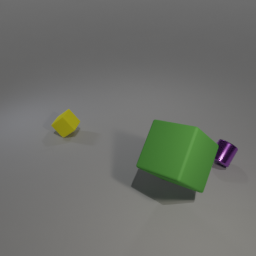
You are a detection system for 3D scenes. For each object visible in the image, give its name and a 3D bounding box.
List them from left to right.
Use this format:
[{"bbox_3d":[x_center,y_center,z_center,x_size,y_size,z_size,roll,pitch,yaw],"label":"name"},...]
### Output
[{"bbox_3d":[-2.445,-0.183,11.055,0.700,0.700,0.700,-31,21,27],"label":"cube"},{"bbox_3d":[1.344,0.746,7.531,1.400,1.400,1.400,13,-13,43],"label":"cube"},{"bbox_3d":[3.178,0.841,9.335,0.700,0.700,0.700,28,84,39],"label":"cylinder"}]
